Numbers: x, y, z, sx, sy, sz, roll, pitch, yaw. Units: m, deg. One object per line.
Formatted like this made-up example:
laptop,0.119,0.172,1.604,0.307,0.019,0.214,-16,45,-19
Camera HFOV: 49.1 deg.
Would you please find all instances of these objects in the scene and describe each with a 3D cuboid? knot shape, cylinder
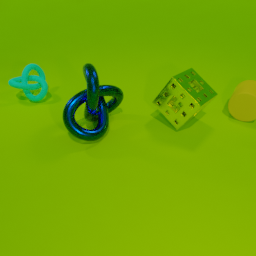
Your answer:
knot shape,-3.277,-1.623,9.575,1.309,0.605,1.225,23,60,-7
cylinder,3.723,-0.855,8.721,0.987,0.987,0.987,17,39,23
knot shape,-0.951,-0.830,7.798,0.962,1.949,2.082,13,36,26

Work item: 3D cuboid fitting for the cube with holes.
cube with holes,1.653,-0.864,8.181,1.112,1.112,1.112,49,46,11
